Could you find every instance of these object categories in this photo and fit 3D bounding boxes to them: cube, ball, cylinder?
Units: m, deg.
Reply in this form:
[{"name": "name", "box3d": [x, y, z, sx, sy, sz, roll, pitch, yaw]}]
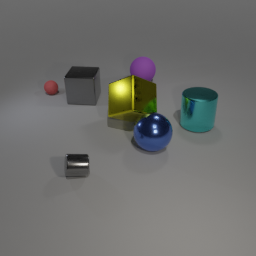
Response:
[{"name": "cube", "box3d": [-2.126, -2.038, 13.396, 1.400, 1.400, 1.400, 3, 33, 4]}, {"name": "ball", "box3d": [0.795, -3.132, 15.101, 1.400, 1.400, 1.400, 0, 32, 0]}, {"name": "cube", "box3d": [0.180, -1.104, 11.079, 1.400, 1.400, 1.400, 11, -16, -44]}, {"name": "ball", "box3d": [-3.857, -2.038, 14.052, 0.700, 0.700, 0.700, 0, 32, 0]}, {"name": "ball", "box3d": [0.887, 0.140, 10.002, 1.400, 1.400, 1.400, 0, 32, 0]}, {"name": "cylinder", "box3d": [-1.629, 1.169, 8.888, 0.700, 0.700, 0.700, 2, 31, -19]}, {"name": "cylinder", "box3d": [2.850, -0.765, 11.342, 1.400, 1.400, 1.400, -2, 30, 1]}]
